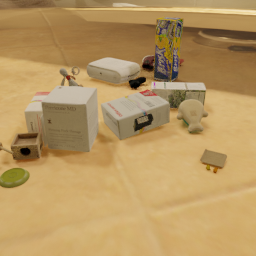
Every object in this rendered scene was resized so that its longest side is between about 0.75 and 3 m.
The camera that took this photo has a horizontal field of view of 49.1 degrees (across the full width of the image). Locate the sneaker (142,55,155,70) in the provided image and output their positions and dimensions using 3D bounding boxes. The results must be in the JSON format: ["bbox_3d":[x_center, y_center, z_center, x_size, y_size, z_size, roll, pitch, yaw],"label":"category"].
[{"bbox_3d":[1.664,-3.610,15.339,1.984,0.751,1.146,-12,32,25],"label":"sneaker"}]

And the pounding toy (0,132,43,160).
[{"bbox_3d":[-3.127,0.627,8.005,1.192,0.545,1.047,-4,29,-6],"label":"pounding toy"}]

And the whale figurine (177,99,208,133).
[{"bbox_3d":[2.247,-0.345,9.795,1.094,0.713,1.375,-6,53,2],"label":"whale figurine"}]

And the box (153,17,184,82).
[{"bbox_3d":[1.895,-3.696,13.352,1.013,2.891,0.929,18,34,29],"label":"box"}]

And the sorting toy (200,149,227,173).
[{"bbox_3d":[2.379,0.943,7.889,0.645,0.116,0.866,17,38,23],"label":"sorting toy"}]

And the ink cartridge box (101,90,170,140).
[{"bbox_3d":[0.236,-0.511,9.608,1.945,0.805,1.417,-19,35,-20],"label":"ink cartridge box"}]

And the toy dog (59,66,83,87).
[{"bbox_3d":[-2.413,-1.898,12.008,0.910,1.379,0.664,-15,0,-17],"label":"toy dog"}]

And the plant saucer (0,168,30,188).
[{"bbox_3d":[-2.980,1.262,7.307,0.785,0.122,0.785,0,30,0],"label":"plant saucer"}]

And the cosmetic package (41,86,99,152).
[{"bbox_3d":[-1.696,-0.313,8.598,1.339,1.601,1.331,4,29,7],"label":"cosmetic package"}]

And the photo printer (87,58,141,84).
[{"bbox_3d":[-0.630,-2.878,14.048,2.263,0.786,1.883,19,33,29],"label":"photo printer"}]

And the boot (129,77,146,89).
[{"bbox_3d":[0.492,-2.100,13.101,0.891,0.340,0.748,-11,27,-6],"label":"boot"}]

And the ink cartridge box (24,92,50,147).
[{"bbox_3d":[-2.823,-0.315,9.110,0.650,1.121,1.925,-1,29,-2],"label":"ink cartridge box"}]

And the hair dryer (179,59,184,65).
[{"bbox_3d":[2.570,-3.887,16.169,1.357,0.369,1.033,3,42,2],"label":"hair dryer"}]

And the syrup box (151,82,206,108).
[{"bbox_3d":[1.957,-1.311,11.183,2.108,0.830,0.859,2,29,5],"label":"syrup box"}]
